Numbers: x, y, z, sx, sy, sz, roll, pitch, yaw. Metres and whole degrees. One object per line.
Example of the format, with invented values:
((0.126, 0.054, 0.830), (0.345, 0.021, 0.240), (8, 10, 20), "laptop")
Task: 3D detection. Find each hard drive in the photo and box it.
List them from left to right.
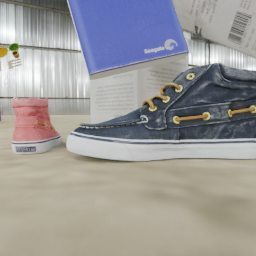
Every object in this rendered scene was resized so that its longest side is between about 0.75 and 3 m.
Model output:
((-0.183, -2.523, 5.345), (1.920, 2.911, 0.369), (-15, -8, -10), "hard drive")

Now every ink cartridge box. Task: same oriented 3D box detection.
((2.093, -2.846, 5.481), (2.850, 2.082, 1.202), (33, 54, 22), "ink cartridge box")

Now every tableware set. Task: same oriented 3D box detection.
((-3.348, -1.801, 7.187), (1.184, 0.797, 0.182), (-16, -26, -5), "tableware set")

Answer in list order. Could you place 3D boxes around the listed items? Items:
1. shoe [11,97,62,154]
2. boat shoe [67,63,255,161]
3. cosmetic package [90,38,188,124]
((-1.117, -0.069, 3.518), (0.482, 0.613, 1.349), (0, 3, -6), "shoe")
((0.382, -0.162, 2.764), (1.936, 0.879, 0.685), (0, 3, -6), "boat shoe")
((0.324, -1.433, 8.831), (2.273, 2.733, 2.287), (-3, 4, -43), "cosmetic package")
